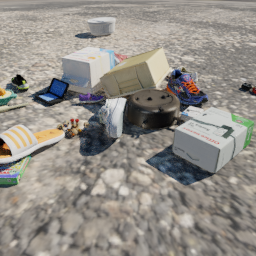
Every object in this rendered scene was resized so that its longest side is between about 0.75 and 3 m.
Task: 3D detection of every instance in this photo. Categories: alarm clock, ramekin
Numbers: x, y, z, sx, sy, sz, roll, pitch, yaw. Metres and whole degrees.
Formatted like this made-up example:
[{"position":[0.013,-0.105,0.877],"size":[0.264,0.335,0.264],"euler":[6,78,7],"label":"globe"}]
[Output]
[{"position":[0.872,-0.928,10.709],"size":[1.936,0.955,2.870],"euler":[-8,29,-12],"label":"alarm clock"},{"position":[-2.090,-8.165,22.499],"size":[2.270,1.057,2.270],"euler":[-3,30,2],"label":"ramekin"}]

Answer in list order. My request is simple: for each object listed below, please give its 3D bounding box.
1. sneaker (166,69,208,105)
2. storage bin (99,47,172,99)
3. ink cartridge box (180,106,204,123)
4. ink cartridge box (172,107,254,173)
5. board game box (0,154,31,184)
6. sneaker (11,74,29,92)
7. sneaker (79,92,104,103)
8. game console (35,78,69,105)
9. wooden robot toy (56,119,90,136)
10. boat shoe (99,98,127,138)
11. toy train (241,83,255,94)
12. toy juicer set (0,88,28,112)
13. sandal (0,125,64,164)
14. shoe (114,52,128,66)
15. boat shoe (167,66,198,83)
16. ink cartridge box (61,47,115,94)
[{"position":[2.436,-1.735,11.880],"size":[0.985,1.026,2.616],"euler":[-15,34,-21],"label":"sneaker"},{"position":[0.349,-2.429,12.333],"size":[2.403,1.134,2.421],"euler":[-11,24,30],"label":"storage bin"},{"position":[2.390,-0.474,10.442],"size":[0.576,0.336,0.797],"euler":[20,36,30],"label":"ink cartridge box"},{"position":[2.617,0.278,8.628],"size":[1.565,0.887,2.134],"euler":[27,40,37],"label":"ink cartridge box"},{"position":[-3.777,1.103,7.888],"size":[1.748,0.254,1.176],"euler":[0,30,0],"label":"board game box"},{"position":[-5.026,-2.241,13.068],"size":[0.581,0.671,1.622],"euler":[-22,37,-32],"label":"sneaker"},{"position":[-1.525,-1.268,11.583],"size":[1.037,0.433,0.418],"euler":[-4,12,-8],"label":"sneaker"},{"position":[-3.251,-1.588,11.926],"size":[1.217,0.709,1.071],"euler":[25,36,36],"label":"game console"},{"position":[-1.894,0.022,9.527],"size":[1.163,0.512,0.528],"euler":[1,42,2],"label":"wooden robot toy"},{"position":[-0.599,-0.383,9.774],"size":[0.882,0.972,2.642],"euler":[4,19,3],"label":"boat shoe"},{"position":[5.809,-1.683,12.535],"size":[0.365,0.272,1.594],"euler":[-26,39,-31],"label":"toy train"},{"position":[-5.387,-1.225,11.415],"size":[2.321,0.632,1.476],"euler":[22,37,31],"label":"toy juicer set"},{"position":[-3.102,0.237,8.417],"size":[1.076,0.805,2.809],"euler":[11,22,29],"label":"sandal"},{"position":[-0.525,-3.944,16.018],"size":[0.812,0.638,1.786],"euler":[-10,37,-19],"label":"shoe"},{"position":[2.676,-2.780,13.994],"size":[1.862,0.645,0.659],"euler":[24,39,35],"label":"boat shoe"},{"position":[-1.850,-2.656,12.939],"size":[1.544,1.504,2.402],"euler":[14,33,23],"label":"ink cartridge box"}]
